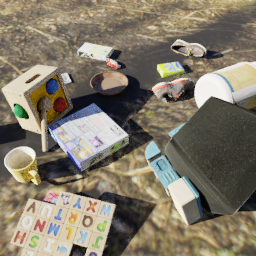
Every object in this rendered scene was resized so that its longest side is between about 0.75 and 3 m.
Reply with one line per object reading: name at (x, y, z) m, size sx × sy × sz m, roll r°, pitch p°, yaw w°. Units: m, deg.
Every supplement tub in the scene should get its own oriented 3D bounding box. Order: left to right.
supplement tub at (4.225, -1.514, 11.132) m, size 2.618 × 1.894 × 1.894 m, roll -21°, pitch 48°, yaw -21°

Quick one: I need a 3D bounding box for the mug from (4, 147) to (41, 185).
mug at (-3.314, 1.338, 8.926) m, size 0.933 × 0.957 × 1.165 m, roll -12°, pitch 47°, yaw -13°

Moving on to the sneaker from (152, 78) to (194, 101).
sneaker at (2.053, -1.587, 12.214) m, size 2.032 × 0.783 × 0.832 m, roll -14°, pitch 76°, yaw -19°

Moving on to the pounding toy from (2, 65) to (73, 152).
pounding toy at (-3.229, -0.785, 10.446) m, size 1.667 × 2.159 × 2.345 m, roll 13°, pitch 45°, yaw 29°

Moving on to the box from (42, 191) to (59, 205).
box at (-2.033, 2.313, 8.311) m, size 0.882 × 0.440 × 0.421 m, roll 20°, pitch 48°, yaw 19°

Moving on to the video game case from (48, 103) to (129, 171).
video game case at (-1.472, 0.247, 10.327) m, size 2.069 × 0.519 × 2.283 m, roll -29°, pitch 52°, yaw -26°

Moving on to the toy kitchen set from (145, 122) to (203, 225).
toy kitchen set at (1.867, 1.018, 8.414) m, size 2.131 × 1.567 × 2.660 m, roll -30°, pitch 50°, yaw -4°

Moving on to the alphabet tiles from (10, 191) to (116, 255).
alphabet tiles at (-1.811, 2.817, 7.629) m, size 2.520 × 0.095 × 2.106 m, roll 11°, pitch 63°, yaw 10°

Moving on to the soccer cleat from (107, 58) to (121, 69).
soccer cleat at (-0.736, -3.236, 14.022) m, size 0.383 × 0.309 × 0.900 m, roll -22°, pitch 50°, yaw -34°

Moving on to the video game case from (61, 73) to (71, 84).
video game case at (-3.179, -2.262, 13.157) m, size 0.861 × 0.101 × 0.783 m, roll -17°, pitch 47°, yaw -16°

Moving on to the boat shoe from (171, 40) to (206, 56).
boat shoe at (3.138, -4.088, 14.610) m, size 1.908 × 0.685 × 0.568 m, roll 30°, pitch 56°, yaw 31°

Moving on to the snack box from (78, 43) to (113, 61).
snack box at (-1.716, -4.037, 14.795) m, size 1.627 × 0.302 × 0.945 m, roll 15°, pitch 47°, yaw 14°

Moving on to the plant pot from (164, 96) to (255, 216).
plant pot at (2.398, 0.635, 7.645) m, size 2.214 × 2.496 × 2.490 m, roll 42°, pitch 81°, yaw 11°

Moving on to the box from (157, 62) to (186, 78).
box at (2.137, -2.859, 13.626) m, size 1.238 × 0.295 × 0.755 m, roll -12°, pitch 47°, yaw -11°

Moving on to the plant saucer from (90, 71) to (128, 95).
plant saucer at (-0.846, -1.991, 12.738) m, size 1.702 × 0.311 × 1.702 m, roll 0°, pitch 45°, yaw 0°
